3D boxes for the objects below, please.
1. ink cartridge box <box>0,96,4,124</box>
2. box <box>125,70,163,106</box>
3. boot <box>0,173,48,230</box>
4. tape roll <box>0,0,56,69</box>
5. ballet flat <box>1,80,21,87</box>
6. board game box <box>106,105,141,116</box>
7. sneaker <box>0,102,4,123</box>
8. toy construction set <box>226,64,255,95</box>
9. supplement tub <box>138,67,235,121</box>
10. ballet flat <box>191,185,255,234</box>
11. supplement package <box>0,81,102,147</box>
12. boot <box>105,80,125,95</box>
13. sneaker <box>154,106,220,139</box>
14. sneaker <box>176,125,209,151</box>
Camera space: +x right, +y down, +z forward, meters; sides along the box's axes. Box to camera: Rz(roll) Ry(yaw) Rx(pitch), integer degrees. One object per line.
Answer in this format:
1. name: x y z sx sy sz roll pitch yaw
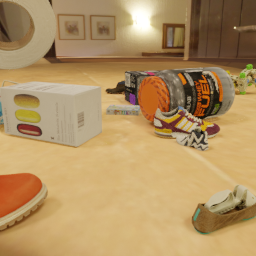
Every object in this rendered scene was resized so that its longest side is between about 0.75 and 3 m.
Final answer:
1. ink cartridge box: -3.971 -0.585 8.349 0.698 0.956 0.403 -15 23 -41
2. box: 1.165 -1.680 11.407 2.337 1.239 1.429 -5 18 -19
3. boot: -2.231 0.749 3.636 2.296 1.231 0.861 -7 17 -26
4. tape roll: -3.445 -2.974 7.969 2.751 2.751 0.503 -8 44 -25
5. ballet flat: -4.920 -1.333 10.738 2.868 0.964 0.976 -5 11 -16
6. board game box: -0.141 -0.634 9.807 1.116 0.191 0.750 2 18 8
7. sneaker: -3.519 -0.274 8.149 1.529 0.998 0.608 -35 61 -6
8. toy construction set: 5.079 -2.460 13.798 1.882 1.323 2.871 -31 21 -20
9. supplement tub: 1.754 -0.987 8.519 2.652 1.625 1.625 -10 20 -27
10. ballet flat: 1.429 1.050 3.877 1.304 0.471 0.442 -8 20 -25
11. supplement package: -1.972 -0.448 7.301 2.289 1.302 1.254 7 19 23
12. boot: -0.430 -1.964 13.297 1.390 0.674 0.519 5 18 16
13. sneaker: 1.551 -0.161 7.266 1.737 0.782 0.651 -1 17 -3
14. sneaker: 1.516 0.165 6.598 0.342 0.558 0.858 -11 20 -34
